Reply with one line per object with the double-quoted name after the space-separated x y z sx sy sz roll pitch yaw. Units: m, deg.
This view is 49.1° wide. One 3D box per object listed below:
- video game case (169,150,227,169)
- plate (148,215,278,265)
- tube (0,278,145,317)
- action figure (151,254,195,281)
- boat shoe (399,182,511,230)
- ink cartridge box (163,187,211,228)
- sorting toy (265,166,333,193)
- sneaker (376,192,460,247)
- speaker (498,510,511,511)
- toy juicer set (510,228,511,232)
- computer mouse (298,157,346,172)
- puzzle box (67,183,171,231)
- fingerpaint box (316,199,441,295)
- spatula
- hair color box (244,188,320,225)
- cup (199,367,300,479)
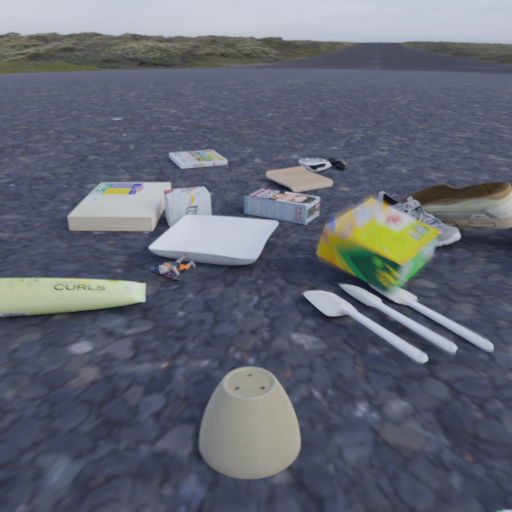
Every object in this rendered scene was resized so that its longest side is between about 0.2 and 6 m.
-1.713 -2.824 16.327 1.365 0.172 1.500 -8 23 -19 "video game case"
-0.699 -0.278 10.153 1.914 0.310 1.918 5 24 13 "plate"
-2.660 0.545 7.981 2.131 0.553 0.618 -1 56 -10 "tube"
-1.397 0.162 9.113 0.643 0.336 0.622 16 17 26 "action figure"
3.772 -0.849 10.851 0.939 0.846 2.604 -36 20 -28 "boat shoe"
-1.395 -1.003 11.439 0.881 0.637 0.640 -7 24 -16 "ink cartridge box"
1.069 -1.898 14.113 1.239 0.244 1.338 -13 31 -27 "sorting toy"
2.917 -0.694 10.516 0.715 0.785 1.914 -19 30 -38 "sneaker"
2.318 2.189 4.155 1.099 0.486 0.486 3 23 8 "speaker"
5.479 -0.508 10.111 1.801 0.770 2.831 1 23 3 "toy juicer set"
1.749 -2.480 15.374 1.430 0.314 0.784 -8 28 -32 "computer mouse"
-2.830 -1.106 12.076 1.682 0.321 2.528 0 23 1 "puzzle box"
1.959 -0.195 8.886 1.338 0.588 1.604 30 36 24 "fingerpaint box"
1.869 0.841 7.661 1.595 0.184 2.294 -3 22 -30 "spatula"
0.542 -1.062 11.829 1.444 0.438 0.715 13 26 26 "hair color box"
-0.064 1.516 5.417 1.007 0.720 1.007 0 24 0 "cup"
